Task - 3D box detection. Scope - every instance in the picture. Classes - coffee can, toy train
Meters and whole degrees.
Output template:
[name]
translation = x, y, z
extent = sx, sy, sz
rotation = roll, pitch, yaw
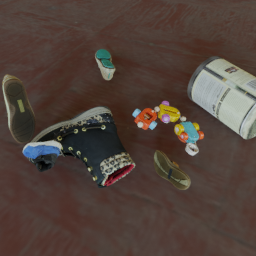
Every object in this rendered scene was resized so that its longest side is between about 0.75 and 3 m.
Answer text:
[coffee can]
translation = 3.003, -0.907, 8.048
extent = 1.553, 1.553, 2.122
rotation = -24, 49, -24
[toy train]
translation = 1.056, 0.025, 7.498
extent = 1.903, 0.529, 1.429
rotation = 35, 46, 6

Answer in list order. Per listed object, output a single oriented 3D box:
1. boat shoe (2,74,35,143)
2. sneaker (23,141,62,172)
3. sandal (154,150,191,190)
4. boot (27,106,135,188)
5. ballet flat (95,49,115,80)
[boat shoe]
translation = -2.881, -0.505, 7.352
extent = 0.673, 1.878, 0.715
rotation = -16, 37, -31
[sneaker]
translation = -1.989, 0.663, 6.194
extent = 1.106, 0.425, 0.615
rotation = -9, 52, 27
[sandal]
translation = 1.068, 1.014, 6.763
extent = 0.356, 0.530, 1.318
rotation = 0, 26, -38
[boot]
translation = -1.188, 0.686, 6.833
extent = 2.433, 0.878, 1.838
rotation = -28, 62, -4
[ballet flat]
translation = -0.892, -2.334, 10.319
extent = 0.624, 0.577, 1.851
rotation = 3, 34, -14
